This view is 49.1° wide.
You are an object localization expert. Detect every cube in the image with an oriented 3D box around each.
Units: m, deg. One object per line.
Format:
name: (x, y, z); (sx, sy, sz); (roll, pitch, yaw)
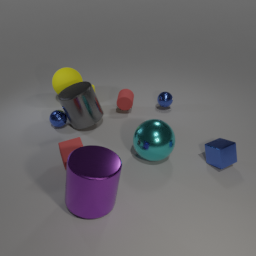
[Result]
cube: (3.013, 0.810, 9.094); (0.700, 0.700, 0.700); (-19, 19, -23)
cube: (-1.754, 0.816, 8.891); (0.700, 0.700, 0.700); (-16, 64, -17)

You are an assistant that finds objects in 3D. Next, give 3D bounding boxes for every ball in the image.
ball: (1.659, -1.278, 12.514); (0.700, 0.700, 0.700); (0, 31, 0)
ball: (-2.791, -0.378, 11.216); (0.700, 0.700, 0.700); (0, 31, 0)
ball: (0.863, 0.399, 9.278); (1.400, 1.400, 1.400); (0, 31, 0)
ball: (-2.808, -2.103, 13.033); (1.400, 1.400, 1.400); (0, 31, 0)

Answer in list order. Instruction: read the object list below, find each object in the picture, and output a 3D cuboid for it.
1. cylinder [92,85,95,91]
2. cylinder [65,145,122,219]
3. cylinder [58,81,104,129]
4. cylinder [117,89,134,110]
cylinder: (-1.771, -1.472, 12.205); (0.700, 0.700, 0.700); (-3, 28, 2)
cylinder: (-0.943, 1.411, 7.462); (1.400, 1.400, 1.400); (8, 30, -5)
cylinder: (-1.854, -0.907, 11.098); (1.400, 1.400, 1.400); (-15, 32, 10)
cylinder: (-0.112, -1.241, 12.184); (0.700, 0.700, 0.700); (3, 38, 5)
